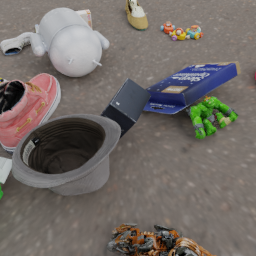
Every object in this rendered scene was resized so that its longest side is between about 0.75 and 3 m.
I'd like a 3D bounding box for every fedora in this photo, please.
[{"bbox_3d":[-1.196,0.681,5.928,2.440,1.102,2.158,7,42,30],"label":"fedora"}]

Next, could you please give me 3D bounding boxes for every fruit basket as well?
[{"bbox_3d":[-3.930,1.342,5.211,2.705,1.268,2.506,9,46,6],"label":"fruit basket"}]

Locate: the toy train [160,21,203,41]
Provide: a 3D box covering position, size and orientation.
[{"bbox_3d":[2.123,-3.892,10.933,1.620,0.450,1.217,-1,46,-1],"label":"toy train"}]

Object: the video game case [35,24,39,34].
[{"bbox_3d":[-3.249,-3.997,11.266,0.918,0.117,0.830,-12,47,-11],"label":"video game case"}]

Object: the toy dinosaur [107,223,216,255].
[{"bbox_3d":[0.749,2.243,4.488,2.449,1.251,1.662,-10,20,31],"label":"toy dinosaur"}]

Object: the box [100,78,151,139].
[{"bbox_3d":[-0.201,-0.345,6.722,0.709,1.360,1.006,36,52,-8],"label":"box"}]

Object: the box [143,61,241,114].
[{"bbox_3d":[1.626,-1.201,7.857,2.717,0.440,1.646,-32,25,-26],"label":"box"}]

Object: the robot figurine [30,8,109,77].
[{"bbox_3d":[-1.869,-2.729,8.962,2.438,1.624,2.875,-16,48,-23],"label":"robot figurine"}]

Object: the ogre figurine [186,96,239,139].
[{"bbox_3d":[2.134,-0.324,7.332,1.490,0.731,0.893,-32,71,-9],"label":"ogre figurine"}]

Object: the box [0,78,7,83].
[{"bbox_3d":[-4.051,-0.317,7.198,0.884,0.812,2.524,21,49,18],"label":"box"}]

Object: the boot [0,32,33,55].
[{"bbox_3d":[-3.886,-2.984,10.104,1.312,0.483,0.627,-24,57,-12],"label":"boot"}]

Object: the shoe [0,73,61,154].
[{"bbox_3d":[-2.586,-0.838,7.326,1.060,1.349,2.966,5,46,5],"label":"shoe"}]

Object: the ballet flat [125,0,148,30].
[{"bbox_3d":[0.288,-4.864,11.708,0.755,0.693,2.199,-12,47,-11],"label":"ballet flat"}]

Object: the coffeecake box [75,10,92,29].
[{"bbox_3d":[-1.930,-4.160,10.988,0.960,0.737,0.351,-14,47,-13],"label":"coffeecake box"}]
